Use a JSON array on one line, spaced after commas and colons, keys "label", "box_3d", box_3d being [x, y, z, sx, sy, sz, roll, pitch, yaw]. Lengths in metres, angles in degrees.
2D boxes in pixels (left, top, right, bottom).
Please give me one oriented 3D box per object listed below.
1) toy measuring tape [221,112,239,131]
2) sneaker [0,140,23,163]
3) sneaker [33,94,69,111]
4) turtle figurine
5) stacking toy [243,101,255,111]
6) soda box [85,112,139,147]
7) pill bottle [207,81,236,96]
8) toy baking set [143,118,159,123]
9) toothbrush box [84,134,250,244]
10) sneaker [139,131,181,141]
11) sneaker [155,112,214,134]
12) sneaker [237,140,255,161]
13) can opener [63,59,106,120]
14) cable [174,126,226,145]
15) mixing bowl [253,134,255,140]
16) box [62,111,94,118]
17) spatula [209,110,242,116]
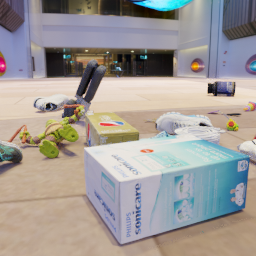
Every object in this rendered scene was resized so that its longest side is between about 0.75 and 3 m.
[{"label": "toy measuring tape", "box_3d": [3.711, -0.202, 10.419, 0.361, 0.361, 0.980, -8, 43, -31]}, {"label": "sneaker", "box_3d": [-2.930, 0.601, 6.367, 0.532, 0.626, 1.372, -29, -34, 10]}, {"label": "sneaker", "box_3d": [-3.860, -1.250, 14.747, 0.887, 0.842, 2.205, 23, 27, 29]}, {"label": "turtle figurine", "box_3d": [-2.210, 0.192, 8.093, 2.565, 0.826, 2.068, -25, 23, -12]}, {"label": "stacking toy", "box_3d": [6.240, -1.046, 14.495, 0.813, 0.446, 0.472, -21, 33, -31]}, {"label": "soda box", "box_3d": [-0.526, 0.266, 7.374, 0.906, 0.958, 2.830, -3, 13, -14]}, {"label": "pill bottle", "box_3d": [7.006, -2.962, 21.087, 1.982, 1.108, 1.108, 4, 13, 14]}, {"label": "toy baking set", "box_3d": [1.148, -0.294, 11.783, 0.943, 0.110, 0.724, -7, 12, -28]}, {"label": "toothbrush box", "box_3d": [0.577, 0.846, 4.816, 2.309, 0.985, 1.690, -7, 14, -23]}, {"label": "sneaker", "box_3d": [0.926, 0.321, 8.084, 1.322, 0.542, 0.489, 3, 12, 11]}, {"label": "sneaker", "box_3d": [1.965, -0.085, 9.515, 2.043, 0.766, 0.885, -2, 18, -6]}, {"label": "sneaker", "box_3d": [3.147, 0.626, 7.168, 0.501, 0.475, 1.243, -7, 6, 13]}, {"label": "can opener", "box_3d": [-1.787, -1.282, 11.001, 0.790, 2.963, 0.991, 37, 44, 4]}, {"label": "cable", "box_3d": [2.087, 0.277, 8.475, 1.337, 0.463, 1.337, -14, 19, -43]}, {"label": "mixing bowl", "box_3d": [4.901, -0.030, 8.621, 1.863, 1.009, 1.863, -1, 12, 0]}, {"label": "box", "box_3d": [-2.300, -0.641, 12.947, 1.352, 0.235, 0.744, 0, 13, 2]}, {"label": "spatula", "box_3d": [4.623, -0.713, 13.413, 1.656, 0.170, 0.468, 11, 17, 40]}]
